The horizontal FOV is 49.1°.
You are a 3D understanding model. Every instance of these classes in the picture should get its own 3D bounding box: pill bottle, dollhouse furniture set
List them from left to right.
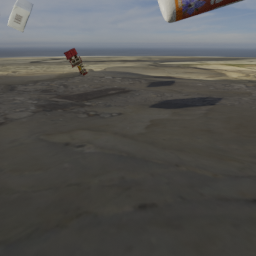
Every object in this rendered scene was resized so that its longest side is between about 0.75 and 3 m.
[{"bbox_3d":[-1.443,-1.774,7.892,0.350,0.861,0.463,-28,-24,1],"label":"dollhouse furniture set"},{"bbox_3d":[1.682,-2.920,5.158,2.333,1.309,1.309,-16,16,6],"label":"pill bottle"}]

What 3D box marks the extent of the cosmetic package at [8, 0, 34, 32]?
[{"bbox_3d":[-3.943,-4.198,10.332,0.592,0.823,1.459,21,29,-24],"label":"cosmetic package"}]
